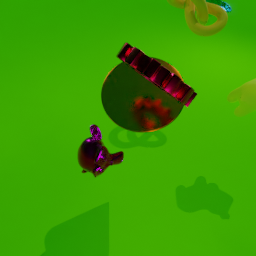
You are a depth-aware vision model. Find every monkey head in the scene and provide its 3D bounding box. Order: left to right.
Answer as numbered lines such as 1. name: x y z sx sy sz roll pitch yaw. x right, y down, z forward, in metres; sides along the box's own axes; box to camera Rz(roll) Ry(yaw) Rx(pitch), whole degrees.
1. monkey head: -0.484 0.454 4.771 0.721 1.002 0.604 -8 34 -37
2. monkey head: 2.515 -3.985 8.656 1.489 0.897 1.071 20 62 36

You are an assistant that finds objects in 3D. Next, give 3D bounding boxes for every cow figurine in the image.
1. cow figurine: 2.972 -0.841 5.710 1.496 1.472 0.821 -19 79 -18

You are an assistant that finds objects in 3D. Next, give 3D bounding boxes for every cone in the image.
1. cone: 0.305 -0.348 5.330 1.424 1.429 1.424 -2 69 4

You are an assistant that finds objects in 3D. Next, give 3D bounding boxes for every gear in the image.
1. gear: 0.371 -0.692 3.677 1.140 0.211 1.140 34 9 -6

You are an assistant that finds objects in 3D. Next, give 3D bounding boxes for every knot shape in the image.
1. knot shape: 1.856 -3.202 7.419 1.668 0.771 1.561 39 37 -6
